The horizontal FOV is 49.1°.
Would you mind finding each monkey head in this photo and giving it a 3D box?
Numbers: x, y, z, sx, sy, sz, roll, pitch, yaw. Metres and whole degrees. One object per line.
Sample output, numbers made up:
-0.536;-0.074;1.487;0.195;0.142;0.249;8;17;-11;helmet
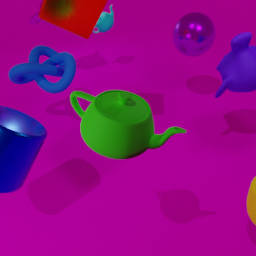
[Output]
-2.603;-4.305;9.937;1.178;1.406;1.955;27;61;10;monkey head
2.898;-1.545;6.867;1.942;1.397;1.170;-23;65;7;monkey head

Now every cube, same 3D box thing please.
-1.165;-2.994;6.260;1.192;1.192;1.192;18;50;-22;cube

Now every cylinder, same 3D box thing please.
-2.422;0.391;5.472;1.271;1.271;1.271;28;11;-6;cylinder

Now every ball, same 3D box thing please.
2.069;-2.926;8.795;1.333;1.333;1.333;0;41;0;ball

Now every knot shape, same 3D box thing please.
-2.312;-1.719;8.273;1.872;0.924;2.000;20;43;28;knot shape

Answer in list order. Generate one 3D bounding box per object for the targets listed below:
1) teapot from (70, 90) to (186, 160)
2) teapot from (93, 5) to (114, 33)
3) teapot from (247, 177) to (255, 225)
-0.056;-0.085;3.488;1.525;0.747;0.948;23;40;12;teapot
-0.909;-4.107;10.680;1.241;0.608;0.772;-45;45;11;teapot
2.399;1.094;4.296;1.166;0.918;1.876;-11;21;30;teapot
